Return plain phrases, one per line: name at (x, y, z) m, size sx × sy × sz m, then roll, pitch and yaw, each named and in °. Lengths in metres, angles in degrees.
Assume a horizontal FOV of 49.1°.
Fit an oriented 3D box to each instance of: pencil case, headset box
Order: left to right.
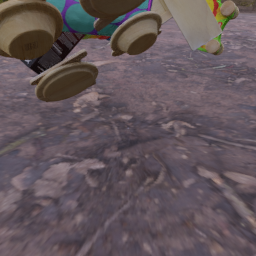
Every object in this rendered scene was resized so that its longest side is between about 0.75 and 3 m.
headset box at (-2.240, -2.914, 7.697) m, size 1.863 × 2.504 × 0.967 m, roll 41°, pitch 1°, yaw 16°
pencil case at (-0.602, -2.211, 5.136) m, size 2.126 × 0.905 × 0.983 m, roll 7°, pitch 61°, yaw 6°

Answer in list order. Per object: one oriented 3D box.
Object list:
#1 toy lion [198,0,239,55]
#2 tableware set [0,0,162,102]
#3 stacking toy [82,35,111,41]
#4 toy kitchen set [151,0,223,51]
toy lion at (2.676, -3.770, 9.793) m, size 1.921 × 2.004 × 0.688 m, roll 29°, pitch 21°, yaw 29°
tableware set at (-0.557, -1.283, 3.965) m, size 2.437 × 0.339 × 2.918 m, roll -27°, pitch -13°, yaw 1°
stacking toy at (-1.593, -3.616, 9.712) m, size 1.570 × 1.485 × 2.706 m, roll 41°, pitch 47°, yaw 13°
toy kitchen set at (1.644, -3.208, 7.499) m, size 2.297 × 1.874 × 2.072 m, roll -30°, pitch 12°, yaw 15°
